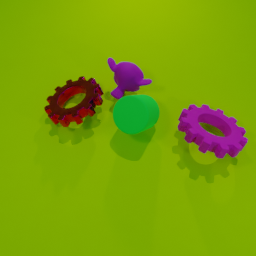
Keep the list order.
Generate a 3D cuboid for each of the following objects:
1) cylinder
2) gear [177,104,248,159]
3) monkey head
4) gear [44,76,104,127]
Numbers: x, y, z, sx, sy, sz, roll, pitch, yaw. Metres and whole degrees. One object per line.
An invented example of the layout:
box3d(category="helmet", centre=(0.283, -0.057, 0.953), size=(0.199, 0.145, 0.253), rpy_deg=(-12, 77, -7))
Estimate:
box3d(category="cylinder", centre=(0.248, -0.400, 7.761), size=(1.027, 1.027, 1.027), rpy_deg=(3, 99, 22))
box3d(category="gear", centre=(2.301, 0.036, 7.678), size=(1.855, 0.343, 1.855), rpy_deg=(11, 38, -9))
box3d(category="monkey head", centre=(-0.079, -1.424, 8.321), size=(1.484, 0.894, 1.068), rpy_deg=(30, 57, 8))
box3d(category="gear", centre=(-1.590, -0.810, 8.254), size=(1.742, 0.322, 1.742), rpy_deg=(-12, 48, 13))
